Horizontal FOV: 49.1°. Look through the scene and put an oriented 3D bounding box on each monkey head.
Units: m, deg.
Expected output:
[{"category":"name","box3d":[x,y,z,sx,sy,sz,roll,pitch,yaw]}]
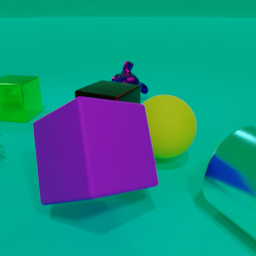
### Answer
[{"category":"monkey head","box3d":[0.047,-1.552,8.926,1.467,1.055,0.884,12,14,-46]}]

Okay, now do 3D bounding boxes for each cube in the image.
[{"category":"cube","box3d":[-0.449,-0.413,6.688,1.141,1.141,1.141,12,27,26]},{"category":"cube","box3d":[-3.129,-0.843,7.805,1.044,1.044,1.044,4,24,9]},{"category":"cube","box3d":[-0.460,0.344,3.848,1.163,1.163,1.163,2,-16,-45]}]

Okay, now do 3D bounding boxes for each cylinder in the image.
[{"category":"cylinder","box3d":[1.909,0.811,3.610,1.338,1.338,1.338,-12,26,-26]}]

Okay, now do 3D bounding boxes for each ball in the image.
[{"category":"ball","box3d":[0.677,-0.022,5.268,1.192,1.192,1.192,0,23,0]}]

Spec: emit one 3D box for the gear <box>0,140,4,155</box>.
[{"category":"gear","box3d":[-2.985,0.190,5.565,0.198,1.069,1.069,-48,33,0]}]
